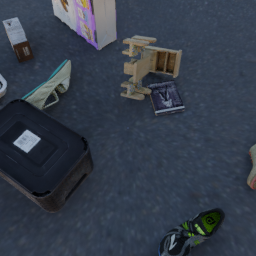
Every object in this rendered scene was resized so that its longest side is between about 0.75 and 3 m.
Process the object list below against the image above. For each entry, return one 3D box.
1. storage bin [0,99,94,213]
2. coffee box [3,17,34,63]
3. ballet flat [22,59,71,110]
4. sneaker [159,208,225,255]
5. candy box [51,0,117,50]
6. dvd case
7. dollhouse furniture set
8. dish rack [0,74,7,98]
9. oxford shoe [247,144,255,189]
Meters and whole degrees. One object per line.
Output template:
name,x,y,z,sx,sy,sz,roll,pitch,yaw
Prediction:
storage bin,-2.500,0.691,7.542,2.757,1.293,1.864,30,63,17
coffee box,-4.031,-3.236,10.298,0.583,0.836,1.463,-22,62,-15
ballet flat,-2.447,-1.289,9.108,0.849,0.849,2.444,24,53,15
sneaker,1.526,2.477,6.685,1.937,0.803,0.687,-28,60,-17
candy box,-1.740,-4.719,10.275,1.039,2.436,2.904,-37,65,-21
dvd case,1.242,-1.023,9.311,0.963,0.103,1.296,-11,58,-5
dollhouse furniture set,0.769,-1.967,8.919,1.312,1.731,1.974,16,31,20
dish rack,-5.392,-1.183,9.166,2.505,0.545,2.150,-36,64,-21
oxford shoe,3.713,0.912,7.902,0.691,0.650,1.847,19,56,40
